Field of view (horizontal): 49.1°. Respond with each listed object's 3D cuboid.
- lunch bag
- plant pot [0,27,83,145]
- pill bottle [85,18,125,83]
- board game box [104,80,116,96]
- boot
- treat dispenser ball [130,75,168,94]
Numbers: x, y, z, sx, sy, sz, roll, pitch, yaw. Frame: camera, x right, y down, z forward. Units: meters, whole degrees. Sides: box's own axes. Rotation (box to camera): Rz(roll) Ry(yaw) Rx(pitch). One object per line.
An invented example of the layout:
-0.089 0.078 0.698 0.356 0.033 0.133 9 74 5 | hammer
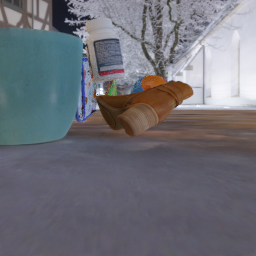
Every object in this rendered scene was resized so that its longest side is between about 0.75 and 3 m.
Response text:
-1.759 -1.347 10.081 0.877 2.321 1.860 5 19 13 | lunch bag
-1.850 -0.656 4.985 2.165 1.737 2.165 -1 8 0 | plant pot
-0.592 -1.883 6.873 0.851 1.423 0.851 -9 8 1 | pill bottle
-0.702 -1.182 11.206 0.295 0.939 1.965 17 -24 3 | board game box
0.299 -0.615 6.506 1.688 0.804 2.182 -33 34 -18 | boot
1.059 -1.345 12.404 1.975 1.975 1.975 0 5 0 | treat dispenser ball
